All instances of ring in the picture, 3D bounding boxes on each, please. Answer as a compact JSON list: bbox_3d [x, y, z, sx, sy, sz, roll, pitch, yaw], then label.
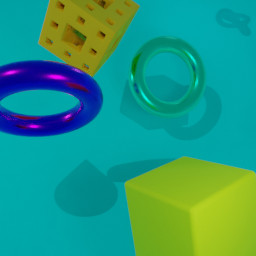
[{"bbox_3d":[0.991,-1.247,6.861,2.027,0.405,2.027,0,90,-15],"label":"ring"},{"bbox_3d":[-1.393,-0.375,4.488,2.006,2.006,0.401,-9,67,-4],"label":"ring"}]

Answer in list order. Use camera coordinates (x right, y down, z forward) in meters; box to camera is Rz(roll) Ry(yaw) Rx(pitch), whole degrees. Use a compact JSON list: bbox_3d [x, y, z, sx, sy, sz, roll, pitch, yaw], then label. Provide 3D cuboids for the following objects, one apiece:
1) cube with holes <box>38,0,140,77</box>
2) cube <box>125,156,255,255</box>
[{"bbox_3d":[-0.798,-2.122,5.758,1.300,1.300,1.300,34,49,-6],"label":"cube with holes"},{"bbox_3d":[0.876,1.239,3.833,1.248,1.248,1.248,-17,104,-34],"label":"cube"}]
